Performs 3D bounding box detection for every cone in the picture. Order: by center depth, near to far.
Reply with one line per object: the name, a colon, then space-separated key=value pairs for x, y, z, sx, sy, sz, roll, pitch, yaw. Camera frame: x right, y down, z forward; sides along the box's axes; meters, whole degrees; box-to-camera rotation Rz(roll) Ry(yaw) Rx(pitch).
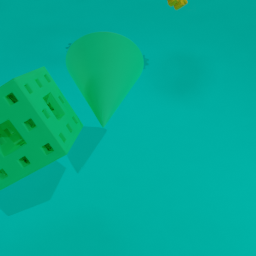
cone: x=-0.471 y=-0.690 z=5.550 sx=1.666 sy=1.666 sz=1.672 roll=-1 pitch=54 yaw=-1

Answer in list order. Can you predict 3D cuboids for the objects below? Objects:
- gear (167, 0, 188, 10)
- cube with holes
gear: x=1.317 y=-4.479 z=8.718 sx=0.286 sy=1.547 sz=1.547 roll=-22 pitch=29 yaw=38
cube with holes: x=-1.773 y=-0.060 z=4.749 sx=1.315 sy=1.315 sz=1.315 roll=-28 pitch=16 yaw=12
